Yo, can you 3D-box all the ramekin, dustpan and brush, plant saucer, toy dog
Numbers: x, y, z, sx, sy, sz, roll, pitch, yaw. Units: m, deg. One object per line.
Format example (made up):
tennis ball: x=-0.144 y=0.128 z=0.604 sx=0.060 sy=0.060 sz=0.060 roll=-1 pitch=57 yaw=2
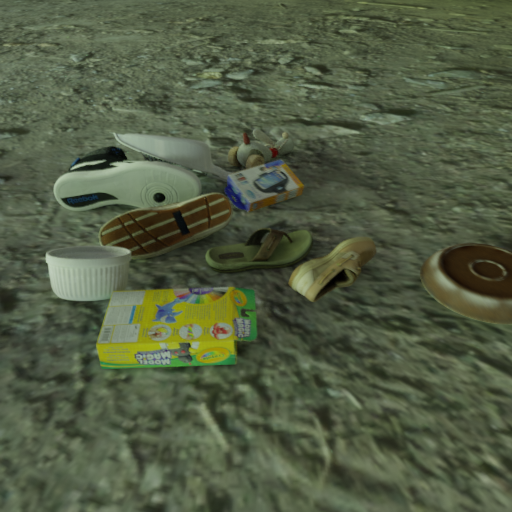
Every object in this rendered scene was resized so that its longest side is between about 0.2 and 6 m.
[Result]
ramekin: x=-2.996 y=0.301 z=10.070 sx=1.462 sy=0.768 sz=1.462 roll=2 pitch=9 yaw=0
dustpan and brush: x=-1.527 y=-2.318 z=14.020 sx=3.724 sy=1.066 sz=2.599 roll=4 pitch=6 yaw=1
plant saucer: x=4.206 y=0.379 z=10.238 sx=2.297 sy=0.368 sz=2.297 roll=1 pitch=35 yaw=-1
toy dog: x=0.160 y=-3.036 z=15.236 sx=1.424 sy=1.040 sz=2.158 roll=13 pitch=36 yaw=19

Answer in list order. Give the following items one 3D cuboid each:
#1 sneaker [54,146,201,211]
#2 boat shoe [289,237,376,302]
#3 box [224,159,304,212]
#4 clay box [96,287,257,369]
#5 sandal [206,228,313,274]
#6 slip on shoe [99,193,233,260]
sneaker: x=-2.958 y=-2.040 z=13.497 sx=3.398 sy=1.241 sz=1.901 roll=-1 pitch=36 yaw=2
boat shoe: x=1.591 y=0.294 z=10.536 sx=2.144 sy=0.764 sz=0.692 roll=-25 pitch=53 yaw=-32
box: x=0.140 y=-1.686 z=13.474 sx=1.761 sy=0.365 sz=1.048 roll=-20 pitch=57 yaw=-27
clay box: x=-1.232 y=1.161 z=9.272 sx=2.476 sy=0.589 sz=1.422 roll=-1 pitch=33 yaw=-1
sandal: x=0.113 y=-0.182 z=11.262 sx=2.269 sy=0.647 sz=0.901 roll=-11 pitch=35 yaw=-16
slip on shoe: x=-1.868 y=-0.608 z=11.813 sx=2.802 sy=1.065 sz=0.849 roll=-21 pitch=-5 yaw=-13
